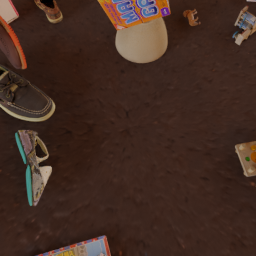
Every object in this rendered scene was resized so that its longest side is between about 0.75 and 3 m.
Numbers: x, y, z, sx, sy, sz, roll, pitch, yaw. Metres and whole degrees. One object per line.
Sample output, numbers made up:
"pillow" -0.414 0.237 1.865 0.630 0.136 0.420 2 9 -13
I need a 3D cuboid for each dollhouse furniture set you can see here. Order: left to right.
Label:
"dollhouse furniture set" 3.826 -3.406 9.284 0.947 0.663 0.667 -41 71 -18

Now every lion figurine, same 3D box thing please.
"lion figurine" 2.187 -3.794 9.684 0.464 0.274 0.757 -21 69 28

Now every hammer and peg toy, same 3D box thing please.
"hammer and peg toy" 3.451 0.954 7.324 0.938 0.449 1.275 -10 65 -6

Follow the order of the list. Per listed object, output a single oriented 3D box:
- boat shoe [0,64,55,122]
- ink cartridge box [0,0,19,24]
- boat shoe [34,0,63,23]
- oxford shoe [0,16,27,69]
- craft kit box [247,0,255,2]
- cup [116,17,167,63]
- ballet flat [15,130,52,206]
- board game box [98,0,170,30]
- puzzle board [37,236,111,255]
"boat shoe" -3.484 -1.164 8.034 2.965 0.974 1.059 29 68 13
"ink cartridge box" -5.073 -4.932 9.265 1.130 1.999 2.729 -36 69 -10
"boat shoe" -2.855 -4.457 9.827 0.629 0.590 1.747 -30 68 -13
"oxford shoe" -3.194 -2.282 6.388 0.841 2.319 0.825 -37 28 -16
"craft kit box" 5.182 -5.344 10.393 1.588 0.390 1.608 6 64 0
"cup" 0.454 -3.142 8.840 1.742 1.246 1.742 0 64 0
"ballet flat" -2.363 0.933 7.226 0.748 0.748 2.079 -18 67 -8
"board game box" 0.082 -3.370 6.402 1.372 1.373 1.372 -11 72 18
"puzzle board" -1.134 3.958 6.004 2.028 0.234 2.691 -15 66 -7
